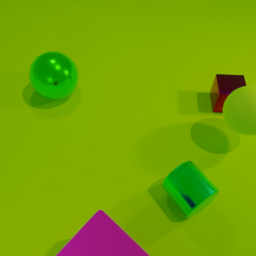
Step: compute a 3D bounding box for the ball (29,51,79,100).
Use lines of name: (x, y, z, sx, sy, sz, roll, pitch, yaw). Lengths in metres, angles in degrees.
ball: (-2.081, -1.473, 7.900, 1.350, 1.350, 1.350, 0, 54, 0)

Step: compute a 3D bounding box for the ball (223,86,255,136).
ball: (2.877, -0.408, 6.652, 1.178, 1.178, 1.178, 0, 54, 0)

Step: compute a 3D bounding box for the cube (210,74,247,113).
cube: (2.810, -0.958, 7.859, 0.783, 0.783, 0.783, 3, 54, 2)

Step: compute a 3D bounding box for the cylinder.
cylinder: (1.352, 1.327, 6.113, 0.888, 0.888, 0.888, -29, 59, -20)

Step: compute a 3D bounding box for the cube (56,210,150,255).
cube: (-0.370, 2.330, 4.353, 1.345, 1.345, 1.345, 39, 70, 18)
